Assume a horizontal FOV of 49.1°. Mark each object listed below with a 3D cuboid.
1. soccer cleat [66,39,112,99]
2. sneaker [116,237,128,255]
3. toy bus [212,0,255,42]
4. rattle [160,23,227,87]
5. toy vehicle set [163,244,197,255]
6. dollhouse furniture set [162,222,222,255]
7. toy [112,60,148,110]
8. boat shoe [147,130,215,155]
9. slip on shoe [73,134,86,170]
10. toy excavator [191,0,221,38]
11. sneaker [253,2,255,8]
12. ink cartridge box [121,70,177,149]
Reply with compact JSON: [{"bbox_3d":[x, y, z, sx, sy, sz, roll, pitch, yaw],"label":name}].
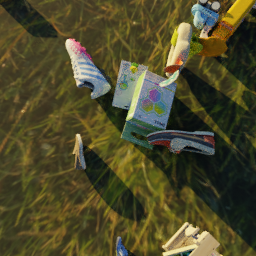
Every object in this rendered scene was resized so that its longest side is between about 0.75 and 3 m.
[{"bbox_3d":[-1.512,-1.957,9.229,0.991,0.802,2.297,-39,78,-7],"label":"soccer cleat"},{"bbox_3d":[-0.173,3.515,8.012,0.325,0.292,0.790,-4,79,-7],"label":"sneaker"},{"bbox_3d":[3.682,-3.804,9.785,0.575,0.691,1.765,38,78,10],"label":"toy bus"},{"bbox_3d":[2.021,-1.952,8.410,1.926,2.697,1.756,28,118,-10],"label":"rattle"},{"bbox_3d":[1.775,4.254,7.645,1.197,0.255,1.927,-14,85,-4],"label":"toy vehicle set"},{"bbox_3d":[1.763,3.242,7.045,1.004,2.268,1.175,-43,80,-10],"label":"dollhouse furniture set"},{"bbox_3d":[0.063,-1.358,9.251,0.912,0.374,1.585,13,82,-7],"label":"toy"},{"bbox_3d":[1.635,0.466,8.630,2.120,0.754,0.663,2,77,-4],"label":"boat shoe"},{"bbox_3d":[-1.554,0.746,8.704,0.337,0.423,1.112,-9,82,-9],"label":"slip on shoe"},{"bbox_3d":[2.733,-3.602,9.808,1.456,0.748,1.497,31,90,8],"label":"toy excavator"},{"bbox_3d":[4.804,-4.671,10.052,1.560,0.639,0.576,2,76,0],"label":"sneaker"},{"bbox_3d":[0.668,-0.556,8.763,1.132,0.646,2.180,21,76,-15],"label":"ink cartridge box"}]
